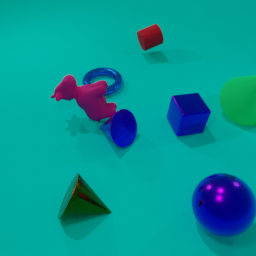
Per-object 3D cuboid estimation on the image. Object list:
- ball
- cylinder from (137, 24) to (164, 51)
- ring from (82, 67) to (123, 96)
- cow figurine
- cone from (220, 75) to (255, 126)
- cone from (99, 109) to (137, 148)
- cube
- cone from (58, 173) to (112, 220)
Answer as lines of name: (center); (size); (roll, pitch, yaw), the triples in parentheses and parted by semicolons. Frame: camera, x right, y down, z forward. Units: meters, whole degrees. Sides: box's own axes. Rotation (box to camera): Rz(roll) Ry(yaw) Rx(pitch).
ball: (1.961, 1.570, 5.777); (1.272, 1.272, 1.272); (0, 47, 0)
cylinder: (0.814, -3.325, 10.290); (0.748, 0.748, 0.748); (-24, 50, -6)
ring: (-0.850, -1.579, 9.383); (1.368, 0.274, 1.368); (0, 47, 0)
cow figurine: (-1.240, -0.793, 7.848); (1.534, 1.559, 0.856); (-18, 25, 10)
cone: (3.546, -1.073, 7.599); (1.594, 1.600, 1.594); (1, 71, -2)
cone: (-0.464, -0.004, 7.741); (1.028, 1.024, 1.024); (1, 39, 43)
cube: (1.667, -0.381, 7.830); (0.834, 0.834, 0.834); (-8, 47, -14)
cone: (-0.833, 1.682, 6.181); (1.055, 1.051, 1.051); (25, 46, -13)
